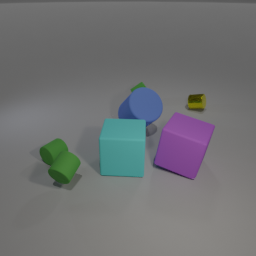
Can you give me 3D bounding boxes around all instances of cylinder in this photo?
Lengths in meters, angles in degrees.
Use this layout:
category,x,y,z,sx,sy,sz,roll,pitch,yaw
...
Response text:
category,x,y,z,sx,sy,sz,roll,pitch,yaw
cylinder,-1.839,1.144,8.124,0.700,0.700,0.700,11,49,20
cylinder,0.465,-0.716,11.169,1.400,1.400,1.400,-13,-10,-23
cylinder,-2.533,0.806,9.596,0.700,0.700,0.700,18,34,30
cylinder,3.305,-1.270,13.406,0.700,0.700,0.700,0,24,32

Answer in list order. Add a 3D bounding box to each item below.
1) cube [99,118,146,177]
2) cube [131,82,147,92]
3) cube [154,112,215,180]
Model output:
category,x,y,z,sx,sy,sz,roll,pitch,yaw
cube,-0.145,0.619,9.208,1.400,1.400,1.400,2,28,3
cube,0.666,-1.708,13.896,0.700,0.700,0.700,-32,51,14
cube,1.844,0.540,9.143,1.400,1.400,1.400,21,33,17
